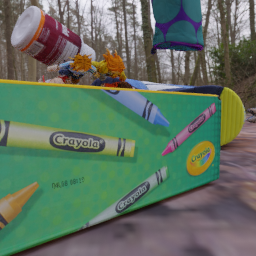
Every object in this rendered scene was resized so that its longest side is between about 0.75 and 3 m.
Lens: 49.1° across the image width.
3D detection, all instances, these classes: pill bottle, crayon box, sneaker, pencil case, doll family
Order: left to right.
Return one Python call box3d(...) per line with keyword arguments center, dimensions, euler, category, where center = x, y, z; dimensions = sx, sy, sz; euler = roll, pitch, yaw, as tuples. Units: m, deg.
box3d(center=(-0.535, 0.095, 1.693), dimensions=(2.161, 0.630, 1.284), euler=(-4, 5, -45), category="crayon box")
box3d(center=(-2.518, -2.874, 9.853), dimensions=(1.504, 1.504, 2.635), euler=(3, -15, 44), category="pill bottle")
box3d(center=(-0.341, -0.473, 2.371), dimensions=(0.896, 0.404, 0.556), euler=(-2, 3, -24), category="doll family")
box3d(center=(0.531, -0.268, 4.749), dimensions=(2.874, 1.063, 1.182), euler=(13, 12, 32), category="sneaker")
box3d(center=(0.970, -2.929, 5.842), dimensions=(1.126, 2.646, 1.223), euler=(-3, 7, 8), category="pencil case")

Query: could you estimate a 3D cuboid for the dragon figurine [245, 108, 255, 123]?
box3d(center=(5.829, -0.507, 10.730), dimensions=(2.414, 0.711, 1.200), euler=(-1, 4, 2), category="dragon figurine")
